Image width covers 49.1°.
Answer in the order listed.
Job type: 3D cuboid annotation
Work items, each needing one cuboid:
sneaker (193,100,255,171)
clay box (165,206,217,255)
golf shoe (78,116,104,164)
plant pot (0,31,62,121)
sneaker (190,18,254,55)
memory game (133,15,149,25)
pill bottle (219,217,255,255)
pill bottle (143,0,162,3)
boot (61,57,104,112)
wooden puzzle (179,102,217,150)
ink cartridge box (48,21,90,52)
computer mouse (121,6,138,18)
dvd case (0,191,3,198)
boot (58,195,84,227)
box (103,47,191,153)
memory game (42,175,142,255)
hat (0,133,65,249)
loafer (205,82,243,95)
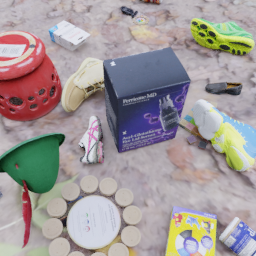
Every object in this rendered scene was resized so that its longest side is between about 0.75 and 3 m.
[{"bbox_3d":[3.366,0.087,9.439,1.429,1.030,2.720,-24,76,-30],"label":"sneaker"},{"bbox_3d":[1.632,3.275,7.408,1.239,0.513,2.157,10,53,8],"label":"clay box"},{"bbox_3d":[-1.261,0.341,9.487,0.860,0.678,1.868,-4,53,-4],"label":"golf shoe"},{"bbox_3d":[-3.916,-1.989,10.153,2.653,2.416,2.653,0,52,1],"label":"plant pot"},{"bbox_3d":[4.236,-4.236,12.739,2.965,1.098,1.239,23,53,6],"label":"sneaker"},{"bbox_3d":[0.656,-5.472,14.198,0.866,0.055,0.866,0,53,0],"label":"memory game"},{"bbox_3d":[3.180,3.088,7.379,1.317,0.789,0.789,39,62,24],"label":"pill bottle"},{"bbox_3d":[1.205,-7.173,15.037,1.317,0.744,0.744,13,55,11],"label":"pill bottle"},{"bbox_3d":[-1.142,-1.568,10.354,1.978,0.926,2.545,11,57,27],"label":"boot"},{"bbox_3d":[2.747,-0.198,10.215,1.325,0.157,2.234,34,60,23],"label":"wooden puzzle"},{"bbox_3d":[-2.649,-4.175,12.893,1.752,0.594,1.016,33,60,22],"label":"ink cartridge box"},{"bbox_3d":[0.011,-5.997,14.505,0.904,0.238,0.626,29,58,7],"label":"computer mouse"},{"bbox_3d":[-5.308,1.771,8.727,1.830,0.197,2.461,-35,61,-23],"label":"dvd case"},{"bbox_3d":[-1.666,2.434,8.180,1.173,0.438,0.569,-23,40,-18],"label":"boot"},{"bbox_3d":[0.463,-0.791,8.895,2.180,2.946,1.537,-15,57,-10],"label":"box"},{"bbox_3d":[-0.961,2.589,7.788,2.789,0.178,2.789,2,53,-3],"label":"memory game"},{"bbox_3d":[-2.129,1.559,7.240,1.974,2.383,2.098,-23,77,-31],"label":"hat"},{"bbox_3d":[3.797,-1.653,11.073,1.418,0.513,0.516,2,54,2],"label":"loafer"}]
